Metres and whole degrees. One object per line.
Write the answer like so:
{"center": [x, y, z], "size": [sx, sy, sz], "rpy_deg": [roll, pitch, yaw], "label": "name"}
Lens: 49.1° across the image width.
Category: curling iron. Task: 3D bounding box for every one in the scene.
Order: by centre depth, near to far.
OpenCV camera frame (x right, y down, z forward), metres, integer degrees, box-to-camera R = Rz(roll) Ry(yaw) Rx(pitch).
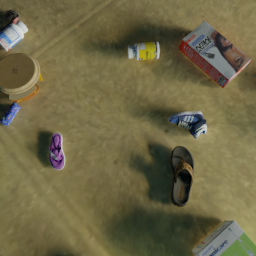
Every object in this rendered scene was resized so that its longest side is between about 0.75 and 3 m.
{"center": [-4.674, -3.537, 10.291], "size": [0.517, 0.266, 2.084], "rpy_deg": [23, 73, 7], "label": "curling iron"}

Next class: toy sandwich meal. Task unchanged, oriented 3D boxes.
{"center": [-3.732, -1.749, 9.585], "size": [1.787, 0.612, 1.787], "rpy_deg": [0, 69, 1], "label": "toy sandwich meal"}

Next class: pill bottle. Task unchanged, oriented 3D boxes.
{"center": [0.535, -2.702, 9.853], "size": [1.073, 0.597, 0.597], "rpy_deg": [-4, 72, -1], "label": "pill bottle"}
{"center": [-4.161, -3.332, 10.043], "size": [0.620, 0.620, 1.104], "rpy_deg": [41, 75, 12], "label": "pill bottle"}

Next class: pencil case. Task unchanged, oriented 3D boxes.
{"center": [-3.880, -0.461, 9.270], "size": [0.356, 0.320, 0.820], "rpy_deg": [13, 69, 45], "label": "pencil case"}

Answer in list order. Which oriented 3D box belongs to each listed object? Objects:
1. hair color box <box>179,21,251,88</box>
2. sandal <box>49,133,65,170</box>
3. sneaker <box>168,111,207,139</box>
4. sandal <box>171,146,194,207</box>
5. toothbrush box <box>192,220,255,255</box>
{"center": [2.991, -2.570, 9.767], "size": [1.190, 0.686, 2.146], "rpy_deg": [-42, 78, -13], "label": "hair color box"}
{"center": [-2.308, 0.726, 8.912], "size": [0.503, 0.304, 1.237], "rpy_deg": [-10, 73, -3], "label": "sandal"}
{"center": [1.959, -0.049, 9.061], "size": [1.200, 0.483, 0.878], "rpy_deg": [-7, 68, -8], "label": "sneaker"}
{"center": [1.648, 1.448, 8.575], "size": [0.759, 0.507, 1.858], "rpy_deg": [10, 73, 3], "label": "sandal"}
{"center": [2.966, 3.738, 7.678], "size": [1.390, 0.822, 1.909], "rpy_deg": [-38, 77, -10], "label": "toothbrush box"}
